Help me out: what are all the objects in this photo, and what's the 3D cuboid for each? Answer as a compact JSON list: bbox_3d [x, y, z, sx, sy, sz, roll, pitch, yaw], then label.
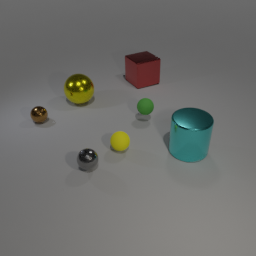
[{"bbox_3d":[0.717,-0.883,11.512,0.700,0.700,0.700,0,33,0],"label":"ball"},{"bbox_3d":[-3.694,-0.565,11.641,0.700,0.700,0.700,0,33,0],"label":"ball"},{"bbox_3d":[0.767,-3.125,14.926,1.400,1.400,1.400,-18,38,-22],"label":"cube"},{"bbox_3d":[-0.280,0.462,9.915,0.700,0.700,0.700,0,33,0],"label":"ball"},{"bbox_3d":[-2.252,-1.803,12.917,1.400,1.400,1.400,0,33,0],"label":"ball"},{"bbox_3d":[2.164,0.224,9.734,1.400,1.400,1.400,-1,35,1],"label":"cylinder"},{"bbox_3d":[-1.307,1.003,9.065,0.700,0.700,0.700,0,33,0],"label":"ball"}]
